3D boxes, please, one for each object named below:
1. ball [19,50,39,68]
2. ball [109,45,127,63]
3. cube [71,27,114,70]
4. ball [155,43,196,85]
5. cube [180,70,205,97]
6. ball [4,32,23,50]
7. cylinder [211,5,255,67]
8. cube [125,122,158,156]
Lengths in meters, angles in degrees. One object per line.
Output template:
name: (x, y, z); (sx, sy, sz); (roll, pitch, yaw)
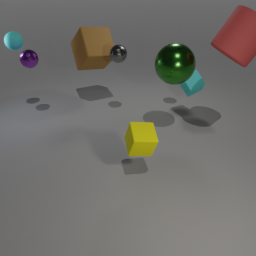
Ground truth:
ball: (-3.814, -2.666, 10.809); (0.700, 0.700, 0.700); (0, 29, 0)
ball: (-0.381, -2.907, 10.992); (0.700, 0.700, 0.700); (0, 29, 0)
cube: (-1.566, -3.533, 12.534); (1.400, 1.400, 1.400); (-11, -8, -31)
ball: (1.616, -2.195, 9.638); (1.400, 1.400, 1.400); (0, 29, 0)
cube: (2.641, -1.834, 11.553); (0.700, 0.700, 0.700); (-28, 75, -6)
ball: (-4.470, -3.409, 10.965); (0.700, 0.700, 0.700); (0, 29, 0)
cylinder: (3.637, -2.906, 8.961); (1.400, 1.400, 1.400); (30, 20, -12)
cube: (0.358, 0.315, 7.856); (0.700, 0.700, 0.700); (2, 50, -16)
